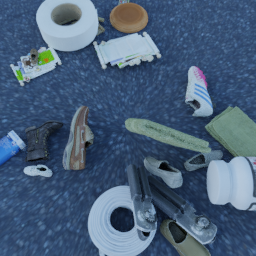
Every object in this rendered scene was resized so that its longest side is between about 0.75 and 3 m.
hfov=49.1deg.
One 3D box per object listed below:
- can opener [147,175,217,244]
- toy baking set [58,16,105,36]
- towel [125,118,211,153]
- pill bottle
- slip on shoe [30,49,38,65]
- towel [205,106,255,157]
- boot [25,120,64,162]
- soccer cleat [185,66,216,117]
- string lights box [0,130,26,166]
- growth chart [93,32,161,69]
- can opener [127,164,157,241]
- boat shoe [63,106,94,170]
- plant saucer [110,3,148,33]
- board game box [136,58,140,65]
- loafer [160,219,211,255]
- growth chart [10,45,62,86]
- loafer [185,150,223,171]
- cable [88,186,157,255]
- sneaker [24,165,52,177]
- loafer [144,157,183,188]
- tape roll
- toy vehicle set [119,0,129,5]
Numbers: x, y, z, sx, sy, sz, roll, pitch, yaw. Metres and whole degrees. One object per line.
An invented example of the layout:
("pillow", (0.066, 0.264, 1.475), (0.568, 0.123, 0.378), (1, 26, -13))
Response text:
("can opener", (1.522, 2.662, 8.941), (2.782, 0.930, 0.742), (34, 56, 31))
("toy baking set", (-2.361, -4.844, 13.193), (2.508, 0.292, 1.925), (25, 64, 13))
("towel", (1.251, 0.252, 9.152), (2.543, 1.887, 0.464), (20, 87, -16))
("pill bottle", (4.109, 1.742, 8.834), (2.885, 1.671, 1.671), (2, 62, 1))
("slip on shoe", (-4.096, -3.145, 12.180), (0.347, 0.277, 0.914), (-2, 60, -9))
("towel", (4.136, 0.274, 10.360), (1.657, 0.408, 2.234), (-35, 66, -18))
("boot", (-3.019, 0.517, 10.205), (1.577, 0.546, 1.373), (-17, 65, 0))
("soccer cleat", (2.653, -1.481, 11.077), (0.998, 0.807, 2.311), (-11, 63, -6))
("string lights box", (-4.463, 0.780, 10.084), (1.341, 0.395, 0.689), (-40, 69, -19))
("growth chart", (-0.064, -3.392, 12.274), (2.713, 0.241, 1.963), (-13, 59, -3))
("can opener", (0.309, 2.195, 8.529), (0.653, 0.819, 2.448), (15, 31, -18))
("boat shoe", (-1.653, 0.371, 10.088), (0.876, 0.924, 2.440), (9, 71, 1))
("plant saucer", (0.048, -5.354, 13.391), (1.844, 0.345, 1.844), (1, 65, -2))
("board game box", (0.223, -3.128, 12.280), (0.852, 0.263, 0.853), (22, 64, 11))
("loafer", (1.735, 3.498, 8.482), (1.838, 0.620, 0.699), (36, 67, 18))
("growth chart", (-3.991, -2.799, 12.159), (2.145, 0.190, 1.552), (-33, 65, -17))
("loafer", (2.695, 1.111, 9.841), (1.458, 0.509, 0.510), (-21, 64, -11))
("cable", (-0.184, 2.881, 8.741), (2.156, 0.746, 2.156), (-24, 64, -13))
("sneaker", (-3.163, 1.416, 9.644), (1.000, 0.578, 0.369), (5, 63, 4))
("loafer", (1.156, 1.329, 9.317), (0.616, 0.614, 1.761), (-13, 26, -34))
("tape roll", (-2.670, -4.763, 12.556), (2.638, 0.923, 2.638), (0, 66, 0))
("toy vehicle set", (-0.208, -6.295, 14.092), (0.478, 0.102, 0.770), (7, 62, 4))
